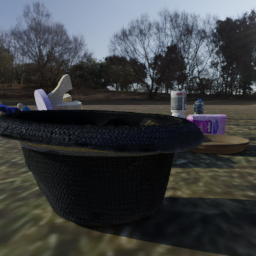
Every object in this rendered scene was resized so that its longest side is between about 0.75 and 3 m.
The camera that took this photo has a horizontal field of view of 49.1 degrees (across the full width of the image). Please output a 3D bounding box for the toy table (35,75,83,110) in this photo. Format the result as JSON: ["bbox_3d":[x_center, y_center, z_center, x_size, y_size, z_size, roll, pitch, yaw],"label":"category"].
[{"bbox_3d":[-2.678,-0.909,10.781,1.320,2.072,2.254,-18,36,-22],"label":"toy table"}]

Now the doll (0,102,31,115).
[{"bbox_3d":[-3.182,-0.281,8.822,2.186,0.530,1.491,14,-28,22],"label":"doll"}]

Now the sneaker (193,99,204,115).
[{"bbox_3d":[3.117,-0.775,12.276,0.437,1.133,0.483,16,35,24],"label":"sneaker"}]

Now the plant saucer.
[{"bbox_3d":[1.875,0.343,6.318,1.626,0.239,1.626,-1,6,0],"label":"plant saucer"}]

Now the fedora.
[{"bbox_3d":[-0.334,0.340,2.789,2.085,0.952,2.085,1,7,0],"label":"fedora"}]

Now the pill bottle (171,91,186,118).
[{"bbox_3d":[2.922,-1.343,16.214,0.871,1.529,0.871,0,6,0],"label":"pill bottle"}]

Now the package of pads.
[{"bbox_3d":[2.248,-0.053,8.019,1.104,0.665,0.418,-1,5,-11],"label":"package of pads"}]
